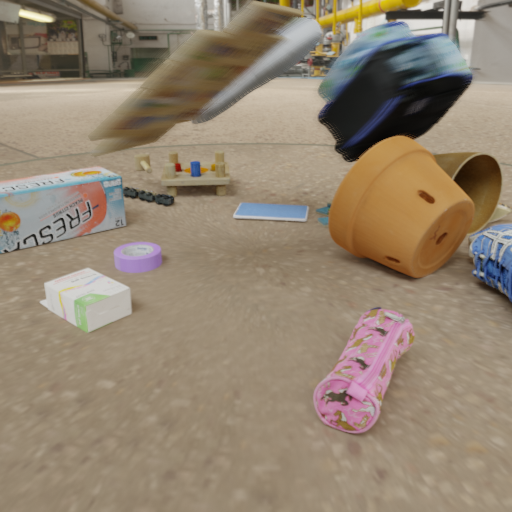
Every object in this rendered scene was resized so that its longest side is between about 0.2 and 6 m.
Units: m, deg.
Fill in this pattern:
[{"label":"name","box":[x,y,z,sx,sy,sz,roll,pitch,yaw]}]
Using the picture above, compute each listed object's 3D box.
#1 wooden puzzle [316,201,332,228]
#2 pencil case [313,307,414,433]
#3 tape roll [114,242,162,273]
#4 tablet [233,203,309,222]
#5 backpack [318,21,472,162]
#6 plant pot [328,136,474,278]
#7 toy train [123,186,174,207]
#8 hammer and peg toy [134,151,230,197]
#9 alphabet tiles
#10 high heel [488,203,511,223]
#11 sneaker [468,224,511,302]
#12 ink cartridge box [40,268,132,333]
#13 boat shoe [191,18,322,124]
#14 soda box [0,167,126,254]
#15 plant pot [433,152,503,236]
[{"label":"wooden puzzle","box":[2.674,-1.049,12.780,3.096,0.218,1.836,-19,29,-38]},{"label":"pencil case","box":[1.271,1.260,6.417,0.736,0.769,1.778,2,23,29]},{"label":"tape roll","box":[-2.133,0.022,10.117,0.833,0.273,0.833,1,23,0]},{"label":"tablet","box":[0.360,-0.995,12.800,1.639,0.112,1.066,4,22,7]},{"label":"backpack","box":[2.590,-3.174,10.480,2.491,1.831,2.280,-19,-15,-30]},{"label":"plant pot","box":[2.605,-0.680,9.654,2.273,2.273,1.591,-17,45,-35]},{"label":"toy train","box":[-2.669,-1.493,13.793,1.653,0.282,0.378,15,23,31]},{"label":"hammer and peg toy","box":[-1.925,-2.113,14.547,2.479,0.874,1.824,-2,24,-5]},{"label":"alphabet tiles","box":[-0.831,-2.325,7.592,3.101,0.098,2.580,-32,4,31]},{"label":"high heel","box":[4.964,-1.163,12.606,1.479,0.528,1.054,-1,27,22]},{"label":"sneaker","box":[4.008,0.253,8.698,1.206,1.186,3.132,-5,14,18]},{"label":"ink cartridge box","box":[-2.615,0.599,8.449,1.374,0.463,0.805,18,29,37]},{"label":"boat shoe","box":[-0.278,-3.507,10.191,3.109,0.964,1.119,-24,5,32]},{"label":"soda box","box":[-4.488,-0.907,11.232,3.565,1.133,1.219,-17,28,-34]},{"label":"plant pot","box":[3.929,-1.471,11.954,1.703,1.703,1.828,-13,23,-29]}]
